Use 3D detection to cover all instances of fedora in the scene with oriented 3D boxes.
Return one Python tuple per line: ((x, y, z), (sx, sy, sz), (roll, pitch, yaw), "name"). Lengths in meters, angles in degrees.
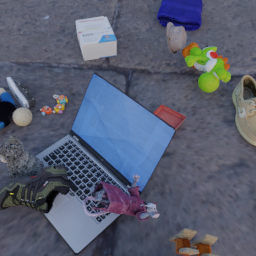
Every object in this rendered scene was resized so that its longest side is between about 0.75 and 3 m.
((1.652, -3.014, 9.325), (0.469, 1.039, 0.919), (2, 2, 33), "fedora")

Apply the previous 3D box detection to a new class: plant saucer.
((1.106, -0.214, 8.172), (0.876, 0.161, 0.875), (30, 55, 24), "plant saucer")

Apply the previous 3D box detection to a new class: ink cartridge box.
((-1.215, -3.404, 10.550), (1.252, 0.733, 1.732), (-11, 52, -10), "ink cartridge box")

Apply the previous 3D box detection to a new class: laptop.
((-0.961, 0.613, 6.443), (2.927, 1.697, 2.741), (-36, 57, -27), "laptop")

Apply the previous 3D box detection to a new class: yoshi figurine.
((2.394, -1.854, 8.953), (1.166, 1.161, 2.074), (-11, 37, -11), "yoshi figurine")

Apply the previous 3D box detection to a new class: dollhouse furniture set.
((0.866, 2.830, 5.060), (1.743, 0.908, 1.762), (19, 47, -16), "dollhouse furniture set")

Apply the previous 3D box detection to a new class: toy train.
((-2.250, -0.755, 8.575), (0.693, 0.256, 0.922), (14, 51, 11), "toy train")

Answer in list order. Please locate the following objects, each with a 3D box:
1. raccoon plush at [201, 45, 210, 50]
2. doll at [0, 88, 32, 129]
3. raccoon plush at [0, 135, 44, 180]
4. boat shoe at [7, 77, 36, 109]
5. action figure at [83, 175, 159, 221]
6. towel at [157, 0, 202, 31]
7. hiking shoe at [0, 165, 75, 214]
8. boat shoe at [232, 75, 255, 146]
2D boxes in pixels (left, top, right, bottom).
((2.605, -2.493, 9.941), (0.761, 0.549, 1.136), (-12, 50, 0), "raccoon plush")
((-4.074, -0.522, 8.112), (2.674, 0.648, 1.825), (8, 46, 7), "doll")
((-2.280, 0.752, 6.551), (1.584, 1.061, 0.766), (10, 50, 9), "raccoon plush")
((-3.329, -1.157, 8.786), (0.471, 0.497, 1.422), (-27, 55, -28), "boat shoe")
((-0.029, 1.680, 5.944), (1.549, 1.153, 1.037), (23, 29, -24), "action figure")
((2.279, -5.073, 12.156), (1.832, 0.615, 2.481), (13, 50, 3), "towel")
((-2.096, 1.507, 6.161), (1.784, 0.675, 0.898), (-26, 65, 2), "hiking shoe")
((3.585, -0.548, 8.042), (0.868, 0.782, 2.406), (2, 49, 2), "boat shoe")
